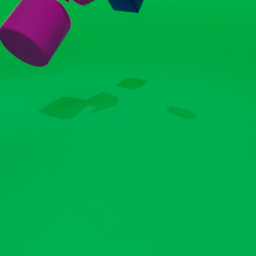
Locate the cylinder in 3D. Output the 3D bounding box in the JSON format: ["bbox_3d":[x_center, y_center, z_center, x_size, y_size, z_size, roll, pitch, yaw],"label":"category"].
[{"bbox_3d":[-2.284,-2.437,6.976,1.308,1.308,1.308,13,64,23],"label":"cylinder"}]

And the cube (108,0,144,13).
[{"bbox_3d":[-0.063,-4.134,8.344,0.919,0.919,0.919,17,-10,25],"label":"cube"}]

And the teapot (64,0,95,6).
[{"bbox_3d":[-1.205,-3.319,6.428,1.195,0.941,1.922,38,25,-15],"label":"teapot"}]
